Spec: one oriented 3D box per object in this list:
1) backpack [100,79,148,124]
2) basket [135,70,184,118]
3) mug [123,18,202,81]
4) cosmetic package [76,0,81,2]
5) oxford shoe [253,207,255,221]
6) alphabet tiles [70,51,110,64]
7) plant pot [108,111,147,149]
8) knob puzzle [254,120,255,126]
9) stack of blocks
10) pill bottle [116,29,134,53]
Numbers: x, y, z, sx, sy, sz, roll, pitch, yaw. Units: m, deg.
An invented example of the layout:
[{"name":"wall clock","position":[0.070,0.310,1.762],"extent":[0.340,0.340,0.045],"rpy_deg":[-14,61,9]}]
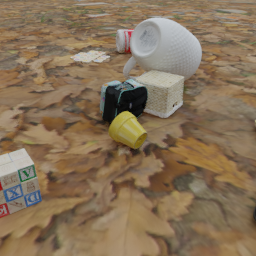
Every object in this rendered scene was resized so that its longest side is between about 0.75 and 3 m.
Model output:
[{"name":"backpack","position":[-0.116,-0.827,8.524],"extent":[1.457,1.281,1.117],"rpy_deg":[-20,39,-37]},{"name":"basket","position":[1.039,-1.165,9.300],"extent":[1.335,1.073,1.323],"rpy_deg":[20,35,27]},{"name":"mug","position":[1.033,-2.693,10.503],"extent":[2.491,2.841,2.097],"rpy_deg":[5,51,-55]},{"name":"cosmetic package","position":[-1.605,-3.855,7.682],"extent":[0.863,0.487,0.350],"rpy_deg":[37,20,28]},{"name":"oxford shoe","position":[2.974,1.349,5.454],"extent":[1.600,0.675,0.581],"rpy_deg":[-26,41,-34]},{"name":"alphabet tiles","position":[-1.940,-3.655,14.391],"extent":[1.801,0.134,1.841],"rpy_deg":[13,34,21]},{"name":"plant pot","position":[0.051,0.113,7.446],"extent":[0.801,0.851,0.851],"rpy_deg":[37,45,26]},{"name":"knob puzzle","position":[4.481,0.152,7.833],"extent":[2.033,0.282,2.033],"rpy_deg":[0,31,0]},{"name":"stack of blocks","position":[-2.883,1.144,5.165],"extent":[2.258,1.300,0.661],"rpy_deg":[-18,36,-29]},{"name":"pill bottle","position":[0.481,-4.730,15.161],"extent":[2.133,1.198,1.198],"rpy_deg":[-6,31,-12]}]
